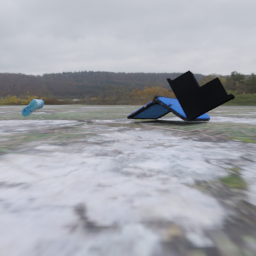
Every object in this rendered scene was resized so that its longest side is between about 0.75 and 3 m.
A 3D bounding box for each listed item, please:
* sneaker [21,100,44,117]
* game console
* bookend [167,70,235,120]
[{"bbox_3d":[-3.133,-0.656,9.348,0.817,0.325,0.533,-33,-3,22],"label":"sneaker"},{"bbox_3d":[1.415,-0.345,9.485,1.851,1.283,2.169,39,23,28],"label":"game console"},{"bbox_3d":[1.705,-0.934,6.619,1.140,1.148,0.529,-30,-9,21],"label":"bookend"}]
